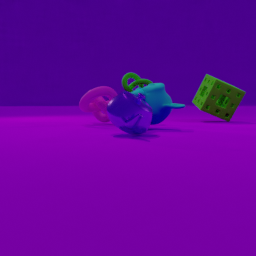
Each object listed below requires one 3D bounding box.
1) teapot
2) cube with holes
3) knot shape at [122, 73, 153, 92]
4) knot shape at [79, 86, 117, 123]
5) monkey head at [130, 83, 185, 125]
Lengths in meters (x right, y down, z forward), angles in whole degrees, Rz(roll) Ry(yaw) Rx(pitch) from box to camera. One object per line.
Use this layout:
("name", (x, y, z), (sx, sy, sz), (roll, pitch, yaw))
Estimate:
("teapot", (0.097, -0.371, 6.122), (1.059, 0.834, 1.702), (28, 20, -15))
("cube with holes", (3.448, -1.176, 10.791), (1.236, 1.236, 1.236), (21, 17, -9))
("knot shape", (0.263, -1.287, 9.814), (1.165, 1.090, 0.538), (23, 13, -2))
("knot shape", (-0.611, -0.685, 9.265), (1.809, 0.893, 1.933), (18, -9, -1))
("monkey head", (0.529, -0.576, 7.516), (1.816, 1.094, 1.306), (-20, 2, 34))
